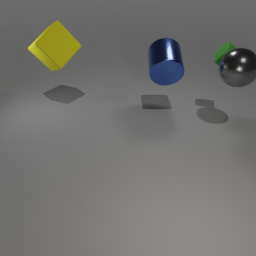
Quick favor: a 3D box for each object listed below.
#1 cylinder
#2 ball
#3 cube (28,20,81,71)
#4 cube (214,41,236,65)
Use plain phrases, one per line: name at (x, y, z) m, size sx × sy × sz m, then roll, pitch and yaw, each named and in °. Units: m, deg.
cylinder at (1.547, -2.723, 11.566) m, size 1.400 × 1.400 × 1.400 m, roll 0°, pitch 54°, yaw 0°
ball at (4.006, -2.167, 10.110) m, size 1.400 × 1.400 × 1.400 m, roll 0°, pitch 31°, yaw 0°
cube at (-3.143, -3.459, 11.986) m, size 1.400 × 1.400 × 1.400 m, roll -53°, pitch 28°, yaw -15°
cube at (3.961, -2.844, 11.148) m, size 0.700 × 0.700 × 0.700 m, roll 31°, pitch 52°, yaw -17°
